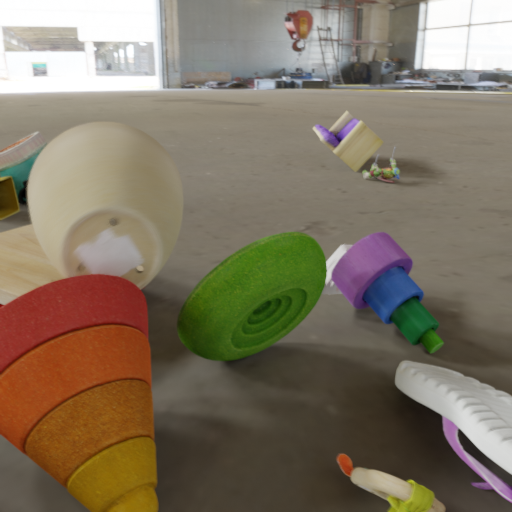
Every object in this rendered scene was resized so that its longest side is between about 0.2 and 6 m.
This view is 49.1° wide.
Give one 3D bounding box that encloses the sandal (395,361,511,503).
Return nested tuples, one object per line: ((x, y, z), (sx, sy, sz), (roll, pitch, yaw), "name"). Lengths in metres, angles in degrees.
((1.695, 1.336, 3.886), (0.947, 0.572, 2.328), (12, 5, -9), "sandal")

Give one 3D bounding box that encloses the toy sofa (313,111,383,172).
((2.371, -3.205, 14.818), (1.219, 1.035, 2.499), (40, 15, -13), "toy sofa")

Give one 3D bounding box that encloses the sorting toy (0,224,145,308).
((-2.418, 0.230, 6.606), (1.992, 0.693, 1.980), (14, 24, 32), "sorting toy")

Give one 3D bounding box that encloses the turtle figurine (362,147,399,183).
((2.881, -2.084, 12.904), (0.852, 0.878, 0.632), (-11, 37, 53), "turtle figurine")

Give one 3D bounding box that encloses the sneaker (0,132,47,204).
((-4.865, -1.511, 11.179), (2.977, 1.190, 1.063), (-6, 33, 44), "sneaker")

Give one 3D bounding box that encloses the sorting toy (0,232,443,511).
((0.082, 0.876, 4.652), (4.423, 1.534, 1.523), (-12, 52, -36), "sorting toy")

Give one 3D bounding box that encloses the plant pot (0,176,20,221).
((-4.869, -1.032, 10.196), (0.703, 0.687, 0.682), (-2, 19, 12), "plant pot")

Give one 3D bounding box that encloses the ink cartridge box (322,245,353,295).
((1.106, 0.160, 6.619), (0.957, 0.557, 0.323), (0, 48, -44), "ink cartridge box")

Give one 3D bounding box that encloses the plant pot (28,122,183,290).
((-1.272, -0.288, 4.886), (1.492, 1.492, 1.593), (-5, 23, -14), "plant pot")

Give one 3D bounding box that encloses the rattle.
((0.763, 1.640, 3.590), (0.507, 0.556, 0.778), (25, -17, -41), "rattle")
